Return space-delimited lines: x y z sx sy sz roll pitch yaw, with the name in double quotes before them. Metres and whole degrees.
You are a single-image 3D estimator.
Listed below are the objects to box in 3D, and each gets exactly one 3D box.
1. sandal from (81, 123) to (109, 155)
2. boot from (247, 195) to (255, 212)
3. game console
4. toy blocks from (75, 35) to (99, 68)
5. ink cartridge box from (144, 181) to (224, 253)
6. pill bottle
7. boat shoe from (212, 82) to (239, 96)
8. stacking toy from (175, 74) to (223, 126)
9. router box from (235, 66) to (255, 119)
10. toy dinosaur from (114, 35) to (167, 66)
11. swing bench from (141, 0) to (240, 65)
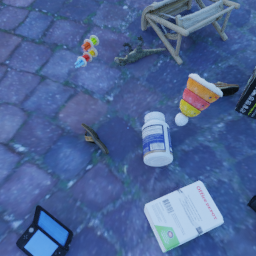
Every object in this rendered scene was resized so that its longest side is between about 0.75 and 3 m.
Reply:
"sandal" -1.229 0.411 9.824 0.410 0.614 1.503 -41 74 3
"boot" 4.165 2.705 8.434 1.576 0.583 1.292 -32 67 -24
"game console" -2.414 3.178 8.025 1.420 0.826 1.249 32 65 17
"toy blocks" -1.410 -2.508 9.343 0.377 0.865 1.038 28 50 10
"ink cartridge box" 1.619 2.618 8.352 1.888 0.793 1.374 -20 63 -11
"pill bottle" 0.963 0.357 9.542 0.957 0.957 1.724 -1 60 -1
"boat shoe" 3.573 -1.567 10.878 1.428 0.540 0.527 -6 58 -4
"stacking toy" 2.276 -0.844 9.795 1.331 1.331 1.822 37 106 19
"router box" 5.133 -2.076 10.195 0.909 2.193 2.927 28 65 13
"toy dinosaur" 0.377 -3.307 11.867 2.319 0.550 1.022 -21 77 -12
"swing bench" 2.493 -4.688 11.890 2.832 1.847 2.847 -31 65 -16
